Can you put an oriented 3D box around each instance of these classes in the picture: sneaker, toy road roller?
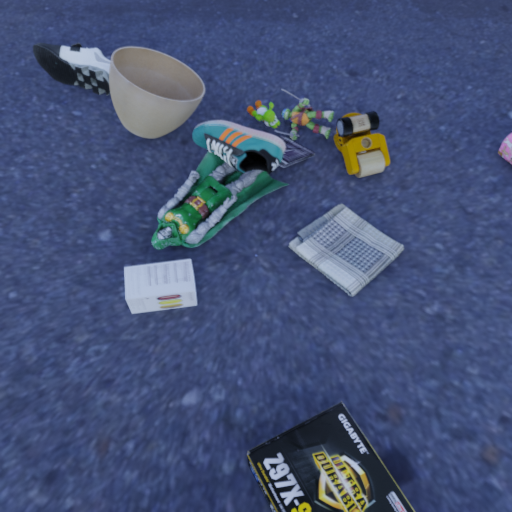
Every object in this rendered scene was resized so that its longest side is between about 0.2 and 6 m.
[{"bbox_3d":[-0.450,-2.185,11.438,1.997,0.713,0.798,14,59,13],"label":"sneaker"},{"bbox_3d":[2.287,-2.484,12.606,0.904,1.074,1.471,-15,90,-11],"label":"toy road roller"},{"bbox_3d":[-4.534,-4.971,14.462,2.433,0.902,1.077,25,55,7],"label":"sneaker"}]

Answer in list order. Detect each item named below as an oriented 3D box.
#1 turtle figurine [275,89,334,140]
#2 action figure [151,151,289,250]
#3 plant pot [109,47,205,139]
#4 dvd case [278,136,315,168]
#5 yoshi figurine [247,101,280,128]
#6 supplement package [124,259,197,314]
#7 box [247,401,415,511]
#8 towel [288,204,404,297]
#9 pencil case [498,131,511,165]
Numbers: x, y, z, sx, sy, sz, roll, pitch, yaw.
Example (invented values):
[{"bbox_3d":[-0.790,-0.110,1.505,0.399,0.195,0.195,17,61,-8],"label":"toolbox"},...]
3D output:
[{"bbox_3d":[1.109,-3.120,12.955,1.222,1.260,0.907,14,88,11],"label":"turtle figurine"},{"bbox_3d":[-0.954,-1.182,11.453,1.878,0.870,3.180,36,63,14],"label":"action figure"},{"bbox_3d":[-2.404,-3.544,12.776,2.133,1.432,2.133,18,39,-15],"label":"plant pot"},{"bbox_3d":[0.608,-2.356,12.582,0.956,0.103,1.286,34,37,23],"label":"dvd case"},{"bbox_3d":[0.196,-3.354,13.172,0.522,0.524,0.933,-6,39,-43],"label":"yoshi figurine"},{"bbox_3d":[-1.718,0.556,10.148,1.205,0.686,0.660,-7,62,-5],"label":"supplement package"},{"bbox_3d":[1.090,3.433,8.053,1.714,0.530,2.147,-23,55,-15],"label":"box"},{"bbox_3d":[1.765,-0.211,11.047,1.689,0.303,1.754,-37,60,-25],"label":"towel"},{"bbox_3d":[6.163,-2.083,12.284,0.686,0.717,1.658,-7,47,-42],"label":"pencil case"}]
